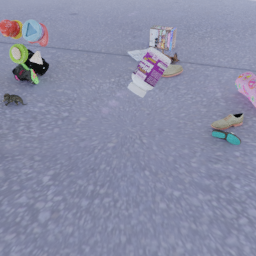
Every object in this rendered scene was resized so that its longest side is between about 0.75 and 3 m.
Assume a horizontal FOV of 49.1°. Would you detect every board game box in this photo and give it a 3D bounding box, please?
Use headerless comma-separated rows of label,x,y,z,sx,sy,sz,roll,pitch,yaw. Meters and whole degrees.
board game box,2.065,-5.403,16.708,1.463,1.166,0.709,16,39,19

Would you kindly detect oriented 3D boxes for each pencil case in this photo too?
pencil case,5.276,-1.417,11.463,1.014,1.014,2.320,-4,37,-5

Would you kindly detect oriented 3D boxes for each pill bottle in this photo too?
pill bottle,0.638,-1.758,9.006,0.832,1.482,0.832,32,12,-8

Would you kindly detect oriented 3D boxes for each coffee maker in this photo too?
coffee maker,-4.729,-3.387,13.835,0.930,1.326,1.380,-39,48,-21

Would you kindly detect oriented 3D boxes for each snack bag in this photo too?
snack bag,0.875,-4.197,15.925,1.433,0.153,1.351,-14,38,-19

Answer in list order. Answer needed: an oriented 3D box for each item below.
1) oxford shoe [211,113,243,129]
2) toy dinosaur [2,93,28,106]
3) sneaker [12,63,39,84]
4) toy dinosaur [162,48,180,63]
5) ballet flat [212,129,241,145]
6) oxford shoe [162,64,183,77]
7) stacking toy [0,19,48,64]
oxford shoe,3.646,-0.295,10.301,1.316,0.486,0.466,-14,38,-18
toy dinosaur,-4.737,-1.204,11.584,1.193,0.459,0.610,1,43,6
sneaker,-4.844,-2.428,13.163,0.827,0.757,1.974,-38,43,-20
toy dinosaur,2.079,-3.573,14.693,1.066,0.675,1.573,21,46,16
ballet flat,3.436,0.259,9.683,1.039,0.353,0.355,24,34,29
oxford shoe,1.691,-2.978,13.717,2.121,0.783,0.751,-5,37,-7
stacking toy,-2.131,-1.738,5.607,0.977,0.884,0.413,8,9,17
